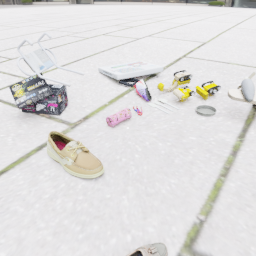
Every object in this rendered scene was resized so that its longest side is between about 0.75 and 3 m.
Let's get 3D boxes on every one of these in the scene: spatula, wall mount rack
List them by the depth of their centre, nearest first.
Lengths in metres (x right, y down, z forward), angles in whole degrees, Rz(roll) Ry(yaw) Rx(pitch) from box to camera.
[{"bbox_3d":[-2.783,-2.355,10.172,0.903,2.104,2.421,-32,15,26],"label":"wall mount rack"},{"bbox_3d":[1.570,-0.955,12.073,0.887,0.102,1.276,-21,36,-33],"label":"spatula"}]

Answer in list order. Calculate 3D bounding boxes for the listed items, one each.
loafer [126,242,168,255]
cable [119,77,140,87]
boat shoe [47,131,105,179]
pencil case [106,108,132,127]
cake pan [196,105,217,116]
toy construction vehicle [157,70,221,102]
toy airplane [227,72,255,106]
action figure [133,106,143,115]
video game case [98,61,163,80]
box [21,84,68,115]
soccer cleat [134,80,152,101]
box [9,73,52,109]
[{"bbox_3d":[0.199,2.626,5.454,1.487,0.467,0.534,-19,35,-29],"label":"loafer"},{"bbox_3d":[0.073,-2.322,14.343,1.105,0.281,0.901,-8,36,-17],"label":"cable"},{"bbox_3d":[-1.675,0.754,8.399,2.343,0.778,0.867,21,36,32],"label":"boat shoe"},{"bbox_3d":[-0.342,-0.403,10.769,1.101,0.456,0.476,-27,-4,-38],"label":"pencil case"},{"bbox_3d":[3.224,-0.711,11.584,0.850,0.156,0.850,0,30,0],"label":"cake pan"},{"bbox_3d":[2.790,-1.810,13.067,2.288,0.806,1.992,-21,47,-27],"label":"toy construction vehicle"},{"bbox_3d":[5.690,-1.187,10.525,2.874,2.028,2.861,-16,36,-29],"label":"toy airplane"},{"bbox_3d":[0.423,-0.784,11.525,0.249,0.377,0.763,-10,34,-16],"label":"action figure"},{"bbox_3d":[0.106,-3.257,15.549,2.793,0.331,2.543,-15,26,-24],"label":"video game case"},{"bbox_3d":[-3.478,-1.223,11.665,1.688,0.969,1.116,5,29,8],"label":"box"},{"bbox_3d":[0.678,-1.670,13.008,0.604,0.563,1.650,-27,37,10],"label":"soccer cleat"},{"bbox_3d":[-3.763,-1.459,10.808,1.376,0.338,1.109,-27,60,-10],"label":"box"}]
